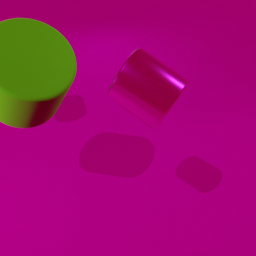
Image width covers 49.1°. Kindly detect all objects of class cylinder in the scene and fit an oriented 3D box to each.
[{"bbox_3d":[0.264,-0.517,3.737,0.788,0.788,0.788,35,52,3],"label":"cylinder"},{"bbox_3d":[-1.639,-0.807,4.515,1.328,1.328,1.328,8,70,-23],"label":"cylinder"}]
